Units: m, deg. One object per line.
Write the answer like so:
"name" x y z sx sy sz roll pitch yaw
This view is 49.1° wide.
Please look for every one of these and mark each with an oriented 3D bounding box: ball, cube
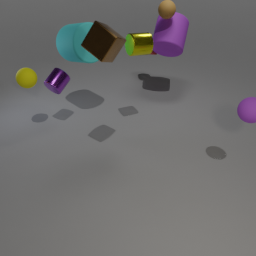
"ball" 3.293 -0.477 7.486 0.700 0.700 0.700 0 32 0
"cube" -0.591 -2.114 6.938 0.700 0.700 0.700 40 21 7
"ball" -3.482 -1.716 9.626 0.700 0.700 0.700 0 32 0
"ball" 1.538 -4.676 11.064 0.700 0.700 0.700 0 32 0

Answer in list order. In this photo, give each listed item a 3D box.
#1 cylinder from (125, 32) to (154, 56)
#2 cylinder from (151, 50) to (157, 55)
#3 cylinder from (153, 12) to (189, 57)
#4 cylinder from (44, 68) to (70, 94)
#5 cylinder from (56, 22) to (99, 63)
"cylinder" 0.355 -2.700 9.033 0.700 0.700 0.700 -11 33 -24
"cylinder" 1.113 -4.001 13.800 0.700 0.700 0.700 4 17 -1
"cylinder" 1.818 -4.021 12.134 1.400 1.400 1.400 13 -9 2
"cylinder" -2.573 -1.703 10.176 0.700 0.700 0.700 20 69 29
"cylinder" -1.743 -3.150 10.402 1.400 1.400 1.400 -23 27 -32
